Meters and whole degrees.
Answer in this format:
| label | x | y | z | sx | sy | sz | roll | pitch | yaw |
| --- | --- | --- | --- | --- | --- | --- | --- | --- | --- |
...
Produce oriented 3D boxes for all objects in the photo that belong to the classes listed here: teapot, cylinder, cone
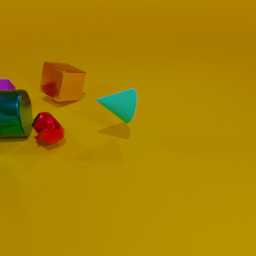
| label | x | y | z | sx | sy | sz | roll | pitch | yaw |
| --- | --- | --- | --- | --- | --- | --- | --- | --- | --- |
| teapot | -2.010 | 0.052 | 6.884 | 0.672 | 0.854 | 1.373 | -42 | 12 | -15 |
| cylinder | -3.243 | -0.359 | 7.225 | 1.232 | 1.232 | 1.232 | -3 | 29 | -4 |
| cone | -0.357 | -0.603 | 6.726 | 0.879 | 0.876 | 0.876 | 9 | 25 | -21 |

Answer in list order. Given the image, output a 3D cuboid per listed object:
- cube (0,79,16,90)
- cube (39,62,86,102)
| label | x | y | z | sx | sy | sz | roll | pitch | yaw |
| --- | --- | --- | --- | --- | --- | --- | --- | --- | --- |
| cube | -4.003 | -1.083 | 8.778 | 0.700 | 0.700 | 0.700 | 0 | -12 | -5 |
| cube | -2.151 | -1.526 | 9.225 | 1.002 | 1.002 | 1.002 | 29 | 23 | 29 |
